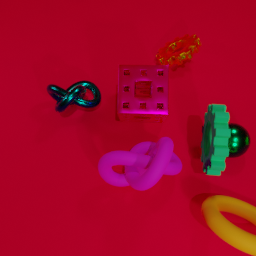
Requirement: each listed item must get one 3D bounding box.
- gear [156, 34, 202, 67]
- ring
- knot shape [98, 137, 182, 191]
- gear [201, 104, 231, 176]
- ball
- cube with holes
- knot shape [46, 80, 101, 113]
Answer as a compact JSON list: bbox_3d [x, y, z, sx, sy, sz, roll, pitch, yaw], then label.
[{"bbox_3d":[1.448,-2.241,8.068,1.278,0.236,1.278,-22,36,17],"label":"gear"},{"bbox_3d":[2.173,1.803,5.304,1.596,0.319,1.596,16,16,-5],"label":"ring"},{"bbox_3d":[0.374,0.717,5.705,1.819,1.702,0.840,-15,87,-18],"label":"knot shape"},{"bbox_3d":[1.803,0.241,5.883,0.270,1.462,1.462,4,58,5],"label":"gear"},{"bbox_3d":[2.403,0.287,6.499,0.815,0.815,0.815,0,58,0],"label":"ball"},{"bbox_3d":[0.360,-0.786,6.767,1.126,1.126,1.126,1,82,2],"label":"cube with holes"},{"bbox_3d":[-1.386,-0.774,6.913,1.382,0.639,1.293,-2,17,2],"label":"knot shape"}]
